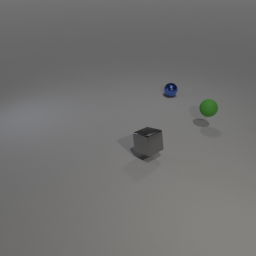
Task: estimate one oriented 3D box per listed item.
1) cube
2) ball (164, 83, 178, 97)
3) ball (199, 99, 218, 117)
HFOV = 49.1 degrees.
[{"bbox_3d":[0.664,0.433,9.210,0.700,0.700,0.700,-21,23,-37],"label":"cube"},{"bbox_3d":[2.166,-1.934,14.175,0.700,0.700,0.700,0,28,0],"label":"ball"},{"bbox_3d":[3.155,-0.783,10.954,0.700,0.700,0.700,0,28,0],"label":"ball"}]
